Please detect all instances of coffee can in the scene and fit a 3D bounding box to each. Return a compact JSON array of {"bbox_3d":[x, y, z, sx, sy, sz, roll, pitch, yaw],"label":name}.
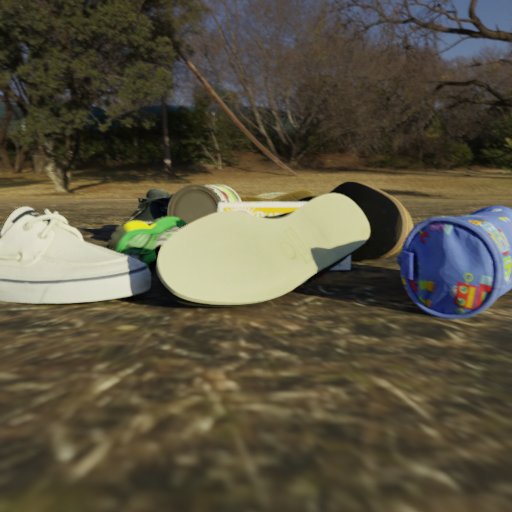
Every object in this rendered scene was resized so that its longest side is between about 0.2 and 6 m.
[{"bbox_3d":[-1.087,-0.970,12.404,1.226,1.226,1.675,2,8,13],"label":"coffee can"}]

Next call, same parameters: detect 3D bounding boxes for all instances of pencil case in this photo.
[{"bbox_3d":[2.307,-0.015,6.008,1.068,0.959,2.459,-1,6,33],"label":"pencil case"}]

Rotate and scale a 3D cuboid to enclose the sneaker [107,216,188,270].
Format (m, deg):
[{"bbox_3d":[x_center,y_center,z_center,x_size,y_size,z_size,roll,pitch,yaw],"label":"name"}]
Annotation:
[{"bbox_3d":[-1.401,-0.090,8.271,0.756,0.692,1.775,42,23,13],"label":"sneaker"}]

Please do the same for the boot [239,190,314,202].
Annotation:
[{"bbox_3d":[0.052,-1.116,14.764,2.658,0.958,2.056,-12,4,-12],"label":"boot"}]

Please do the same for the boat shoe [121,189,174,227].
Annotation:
[{"bbox_3d":[-2.243,-0.984,12.910,1.276,1.132,3.415,2,7,13],"label":"boat shoe"}]

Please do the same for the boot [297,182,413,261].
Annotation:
[{"bbox_3d":[1.843,-0.553,9.831,1.306,1.274,3.461,9,2,-21],"label":"boot"}]

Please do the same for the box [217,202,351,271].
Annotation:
[{"bbox_3d":[0.363,-0.313,8.294,1.908,0.967,1.073,0,6,-3],"label":"box"}]

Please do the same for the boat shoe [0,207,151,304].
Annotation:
[{"bbox_3d":[-2.466,-0.048,6.206,2.800,0.978,0.993,3,8,22],"label":"boat shoe"}]

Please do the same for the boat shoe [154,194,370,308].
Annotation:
[{"bbox_3d":[0.078,0.025,6.271,2.884,1.055,0.904,-18,-16,-41],"label":"boat shoe"}]
